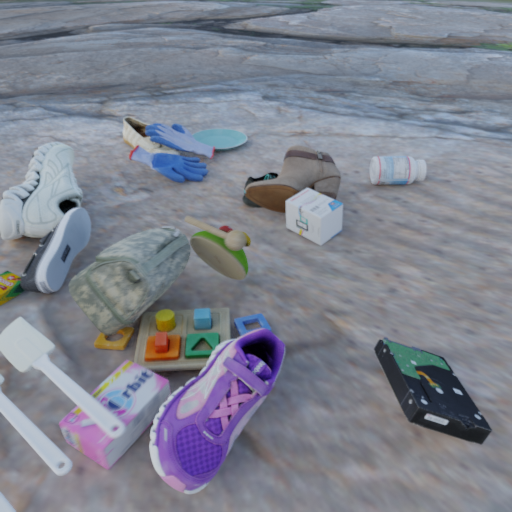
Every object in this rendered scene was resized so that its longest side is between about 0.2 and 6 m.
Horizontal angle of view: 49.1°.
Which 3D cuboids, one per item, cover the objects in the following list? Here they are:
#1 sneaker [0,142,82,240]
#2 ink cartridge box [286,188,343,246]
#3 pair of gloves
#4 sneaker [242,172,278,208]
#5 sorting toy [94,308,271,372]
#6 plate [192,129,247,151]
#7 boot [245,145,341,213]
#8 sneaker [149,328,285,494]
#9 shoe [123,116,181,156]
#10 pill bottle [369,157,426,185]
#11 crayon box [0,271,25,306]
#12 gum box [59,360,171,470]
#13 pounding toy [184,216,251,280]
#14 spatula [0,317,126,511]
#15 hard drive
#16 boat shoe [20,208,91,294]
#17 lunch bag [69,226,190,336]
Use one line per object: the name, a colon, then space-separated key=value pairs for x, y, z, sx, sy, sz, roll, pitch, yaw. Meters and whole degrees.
sneaker: x=-4.409 y=-1.394 z=12.258 sx=1.367 sy=1.267 sz=3.372 roll=7 pitch=38 yaw=-6
ink cartridge box: x=1.186 y=-0.824 z=11.531 sx=0.706 sy=0.703 sz=0.963 roll=-33 pitch=47 yaw=-31
pair of gloves: x=-2.083 y=-2.739 z=14.498 sx=1.983 sy=0.281 sz=2.466 roll=19 pitch=40 yaw=-5
sneaker: x=0.548 y=-1.535 z=12.815 sx=1.726 sy=0.684 sz=0.651 roll=-8 pitch=31 yaw=-15
sorting toy: x=-1.130 y=1.188 z=8.617 sx=2.747 sy=0.374 sz=1.547 roll=-3 pitch=29 yaw=-2
plate: x=-1.079 y=-3.298 z=16.072 sx=1.659 sy=0.212 sz=1.659 roll=1 pitch=32 yaw=0
boot: x=0.832 y=-1.795 z=12.526 sx=2.275 sy=0.799 sz=1.663 roll=10 pitch=53 yaw=-17
sneaker: x=-0.349 y=1.726 z=6.927 sx=0.999 sy=1.098 sz=2.484 roll=46 pitch=39 yaw=-6
shoe: x=-2.967 y=-3.196 z=15.433 sx=0.899 sy=0.686 sz=2.571 roll=-25 pitch=41 yaw=-33
pill bottle: x=3.462 y=-2.090 z=13.698 sx=1.253 sy=0.681 sz=0.681 roll=0 pitch=32 yaw=-3
crayon box: x=-4.509 y=0.625 z=9.753 sx=0.559 sy=0.223 sz=0.880 roll=19 pitch=39 yaw=28
gum box: x=-1.756 y=1.983 z=7.247 sx=0.742 sy=0.432 sz=1.308 roll=21 pitch=43 yaw=26
pounding toy: x=-0.504 y=-0.275 z=9.592 sx=1.154 sy=1.496 sz=0.694 roll=28 pitch=67 yaw=17
spatula: x=-3.114 y=2.037 z=7.086 sx=2.873 sy=0.231 sz=1.998 roll=27 pitch=54 yaw=35
hard drive: x=2.247 y=1.721 z=7.344 sx=1.089 sy=0.295 sz=1.559 roll=20 pitch=22 yaw=-14
boat shoe: x=-3.721 y=-0.118 z=10.368 sx=0.699 sy=0.738 sz=2.111 roll=-6 pitch=45 yaw=14
lunch bag: x=-1.880 y=0.266 z=8.877 sx=1.392 sy=1.157 sz=1.660 roll=-31 pitch=8 yaw=27
